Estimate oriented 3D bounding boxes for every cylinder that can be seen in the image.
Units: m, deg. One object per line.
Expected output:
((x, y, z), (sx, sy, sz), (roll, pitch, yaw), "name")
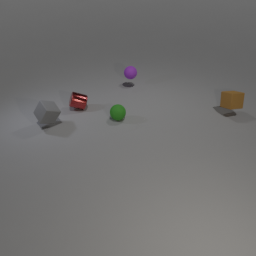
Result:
((-2.293, -1.252, 12.893), (0.700, 0.700, 0.700), (13, 27, -20), "cylinder")

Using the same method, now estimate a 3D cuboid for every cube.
((4.578, -1.235, 12.323), (0.700, 0.700, 0.700), (-6, 17, -22), "cube")
((-3.314, -0.645, 11.477), (0.700, 0.700, 0.700), (1, 41, -51), "cube")

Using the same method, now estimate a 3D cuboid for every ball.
((-0.440, -0.676, 12.116), (0.700, 0.700, 0.700), (0, 31, 0), "ball")
((0.132, -2.948, 14.920), (0.700, 0.700, 0.700), (0, 31, 0), "ball")
